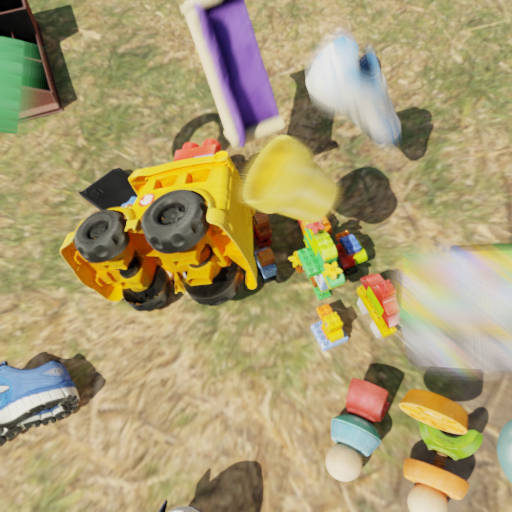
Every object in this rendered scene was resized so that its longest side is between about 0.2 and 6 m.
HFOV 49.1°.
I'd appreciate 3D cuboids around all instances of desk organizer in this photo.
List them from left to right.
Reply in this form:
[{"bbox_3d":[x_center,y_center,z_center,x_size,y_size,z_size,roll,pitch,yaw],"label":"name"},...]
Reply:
[{"bbox_3d":[-5.165,-4.444,12.072,1.094,1.174,3.050,-18,62,-10],"label":"desk organizer"}]

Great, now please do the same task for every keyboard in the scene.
[{"bbox_3d":[-2.260,-0.681,10.403,2.270,0.291,1.363,35,56,15],"label":"keyboard"}]

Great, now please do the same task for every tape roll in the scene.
[{"bbox_3d":[-3.255,-2.228,7.370,0.290,1.206,1.206,4,58,-25],"label":"tape roll"}]

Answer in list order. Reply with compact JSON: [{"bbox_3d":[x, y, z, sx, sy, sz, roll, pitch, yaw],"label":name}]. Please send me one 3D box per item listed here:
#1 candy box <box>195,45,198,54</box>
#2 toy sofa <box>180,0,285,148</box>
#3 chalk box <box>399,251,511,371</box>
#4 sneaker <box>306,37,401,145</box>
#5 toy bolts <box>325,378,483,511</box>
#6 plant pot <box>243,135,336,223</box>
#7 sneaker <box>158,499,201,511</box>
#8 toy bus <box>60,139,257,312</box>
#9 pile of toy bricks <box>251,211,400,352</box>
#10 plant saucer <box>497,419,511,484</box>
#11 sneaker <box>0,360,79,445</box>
[{"bbox_3d":[-1.083,-5.239,13.000,0.706,0.342,1.210,-4,59,-1],"label":"candy box"},{"bbox_3d":[-0.318,-2.941,8.780,0.954,2.304,1.124,-22,27,-5],"label":"toy sofa"},{"bbox_3d":[2.664,0.648,6.640,1.733,1.078,1.073,-2,53,22],"label":"chalk box"},{"bbox_3d":[1.732,-2.459,8.646,0.976,2.692,0.967,-50,62,18],"label":"sneaker"},{"bbox_3d":[1.933,2.705,7.867,2.049,1.958,1.421,15,67,29],"label":"toy bolts"},{"bbox_3d":[0.513,-0.951,7.635,0.982,1.044,1.044,28,58,-25],"label":"plant pot"},{"bbox_3d":[-1.372,4.220,6.938,0.936,1.702,2.324,28,65,15],"label":"sneaker"},{"bbox_3d":[-1.436,-0.705,9.370,2.870,1.948,2.755,-8,54,17],"label":"toy bus"},{"bbox_3d":[1.031,-0.019,9.368,1.783,1.587,3.215,-21,63,-11],"label":"pile of toy bricks"},{"bbox_3d":[4.319,3.013,8.465,1.267,0.228,1.267,0,61,0],"label":"plant saucer"},{"bbox_3d":[-3.967,2.272,8.614,2.319,0.911,1.034,-17,52,-16],"label":"sneaker"}]
